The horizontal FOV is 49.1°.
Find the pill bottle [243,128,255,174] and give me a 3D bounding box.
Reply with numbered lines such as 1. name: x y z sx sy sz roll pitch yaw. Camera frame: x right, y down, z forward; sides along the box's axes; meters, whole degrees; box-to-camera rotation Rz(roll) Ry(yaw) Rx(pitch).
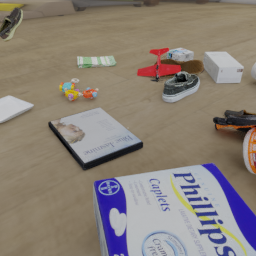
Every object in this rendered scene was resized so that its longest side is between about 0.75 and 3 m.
1. pill bottle: 4.269 0.603 7.041 2.314 1.307 1.307 -3 20 48

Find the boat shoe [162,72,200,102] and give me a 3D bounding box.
1. boat shoe: 2.470 -2.015 12.434 0.986 0.970 2.737 20 36 29

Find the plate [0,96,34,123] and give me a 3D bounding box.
1. plate: -4.830 -0.711 10.986 1.626 0.263 1.630 20 37 28

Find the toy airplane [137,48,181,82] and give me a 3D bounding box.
1. toy airplane: 1.590 -3.280 14.248 2.291 0.421 2.291 -8 58 14

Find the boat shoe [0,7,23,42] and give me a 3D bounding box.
1. boat shoe: -3.988 -3.591 9.513 0.482 0.427 1.317 8 73 21

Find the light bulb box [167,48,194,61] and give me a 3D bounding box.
1. light bulb box: 2.975 -4.079 16.081 1.100 0.692 1.109 -20 37 -29

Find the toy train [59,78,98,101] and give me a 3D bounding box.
1. toy train: -2.185 -1.565 12.220 1.342 0.497 1.786 -23 41 -34

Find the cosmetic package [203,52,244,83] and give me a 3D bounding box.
1. cosmetic package: 4.799 -3.148 14.387 1.257 0.916 2.473 -1 33 -1

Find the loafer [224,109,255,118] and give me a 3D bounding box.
1. loafer: 4.265 -0.496 10.426 1.321 0.478 0.481 19 37 29

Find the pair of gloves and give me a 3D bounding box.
1. pair of gloves: 3.966 -0.037 8.477 2.627 0.365 2.948 2 -3 19

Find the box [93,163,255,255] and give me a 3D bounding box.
1. box: 0.878 2.085 5.277 2.741 1.438 2.520 -7 33 -12

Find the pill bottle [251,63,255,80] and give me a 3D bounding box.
1. pill bottle: 6.748 -2.310 12.653 1.250 1.250 2.198 -11 33 -18

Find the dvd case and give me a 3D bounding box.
1. dvd case: -1.187 0.206 9.489 2.124 0.261 2.977 -19 36 -28

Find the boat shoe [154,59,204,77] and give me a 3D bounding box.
1. boat shoe: 2.620 -3.038 14.407 2.575 0.929 0.927 1 -1 22

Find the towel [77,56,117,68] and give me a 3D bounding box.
1. towel: -1.828 -3.875 16.178 2.153 0.252 1.642 -6 31 -9
